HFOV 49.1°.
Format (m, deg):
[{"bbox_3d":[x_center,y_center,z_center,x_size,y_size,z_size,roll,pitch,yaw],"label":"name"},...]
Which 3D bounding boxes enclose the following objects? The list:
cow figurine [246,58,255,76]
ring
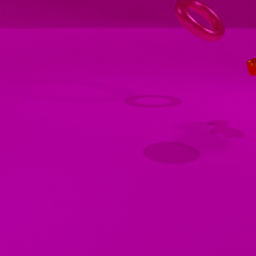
[{"bbox_3d":[3.307,-1.495,6.491,1.092,0.599,1.074,-11,16,37],"label":"cow figurine"},{"bbox_3d":[2.182,-3.294,8.465,1.756,0.351,1.756,16,51,-20],"label":"ring"}]
